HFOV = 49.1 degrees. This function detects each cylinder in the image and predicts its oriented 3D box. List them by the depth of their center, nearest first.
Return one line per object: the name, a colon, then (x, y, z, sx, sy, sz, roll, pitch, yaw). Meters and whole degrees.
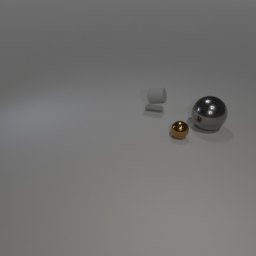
cylinder: (1.298, -1.433, 12.480, 0.700, 0.700, 0.700, -1, 28, 23)

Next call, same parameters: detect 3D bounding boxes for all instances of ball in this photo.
ball: (1.995, 0.065, 10.808, 0.700, 0.700, 0.700, 0, 30, 0)
ball: (3.261, -0.594, 11.251, 1.400, 1.400, 1.400, 0, 30, 0)
